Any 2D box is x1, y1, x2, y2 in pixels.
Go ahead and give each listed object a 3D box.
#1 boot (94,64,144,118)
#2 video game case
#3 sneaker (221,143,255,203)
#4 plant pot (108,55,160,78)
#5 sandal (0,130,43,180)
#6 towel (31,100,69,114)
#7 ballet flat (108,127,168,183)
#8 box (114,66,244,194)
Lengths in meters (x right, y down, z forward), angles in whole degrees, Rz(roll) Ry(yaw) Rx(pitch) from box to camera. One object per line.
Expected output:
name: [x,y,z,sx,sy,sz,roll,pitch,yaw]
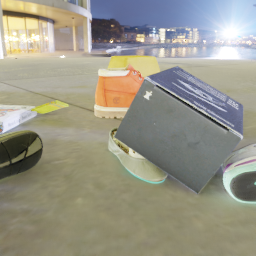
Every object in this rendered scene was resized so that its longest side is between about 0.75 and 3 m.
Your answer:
boot: [0.432,-1.153,8.467,2.876,1.542,1.079,-3,15,-15]
video game case: [-4.350,-0.198,7.264,2.949,0.349,2.684,3,17,9]
sneaker: [2.294,0.548,4.178,1.820,0.708,1.273,3,18,7]
plant pot: [0.192,-1.875,10.591,1.876,1.655,1.876,-9,20,-27]
sandal: [-2.349,0.475,4.229,0.643,0.894,2.252,18,14,32]
towel: [-2.140,-0.545,7.643,1.050,0.095,0.452,-12,-19,32]
ballet flat: [0.088,0.383,4.981,0.597,0.564,1.771,-8,19,-25]
box: [0.992,-0.148,4.822,1.577,1.112,2.131,34,26,11]
